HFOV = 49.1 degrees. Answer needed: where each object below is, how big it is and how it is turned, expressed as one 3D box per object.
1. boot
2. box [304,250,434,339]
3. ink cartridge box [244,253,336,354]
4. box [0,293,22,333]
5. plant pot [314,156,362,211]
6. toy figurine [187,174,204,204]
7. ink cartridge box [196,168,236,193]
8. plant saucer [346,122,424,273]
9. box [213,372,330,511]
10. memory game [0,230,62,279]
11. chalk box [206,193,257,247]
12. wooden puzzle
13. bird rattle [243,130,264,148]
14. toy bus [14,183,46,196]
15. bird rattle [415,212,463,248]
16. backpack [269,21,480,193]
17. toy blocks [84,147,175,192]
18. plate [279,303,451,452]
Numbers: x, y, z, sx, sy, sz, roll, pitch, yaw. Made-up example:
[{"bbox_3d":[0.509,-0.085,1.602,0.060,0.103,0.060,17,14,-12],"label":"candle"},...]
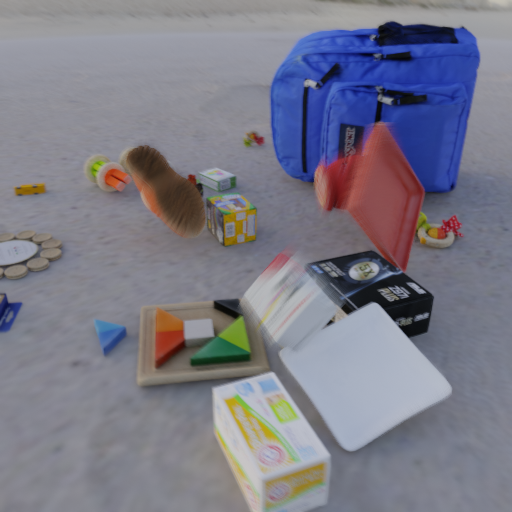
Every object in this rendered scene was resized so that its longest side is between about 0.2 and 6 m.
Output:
[{"bbox_3d":[-1.845,-1.141,12.022,0.932,1.332,2.484,-29,63,-18],"label":"boot"},{"bbox_3d":[1.809,0.700,9.397,1.444,0.759,1.763,-10,30,-20],"label":"box"},{"bbox_3d":[0.463,0.650,7.958,0.492,0.867,1.189,33,11,-36],"label":"ink cartridge box"},{"bbox_3d":[-4.855,0.979,9.440,1.548,0.251,0.938,-2,28,-6],"label":"box"},{"bbox_3d":[1.844,-1.503,12.015,1.026,1.126,1.126,-13,29,-3],"label":"plant pot"},{"bbox_3d":[-1.778,-1.567,13.904,0.893,0.621,0.879,-12,36,-25],"label":"toy figurine"},{"bbox_3d":[-1.141,-2.088,15.098,0.608,0.347,1.171,-22,35,-36],"label":"ink cartridge box"},{"bbox_3d":[2.451,-1.074,10.678,0.388,2.112,2.108,-5,52,40],"label":"plant saucer"},{"bbox_3d":[0.129,2.201,6.558,0.852,0.768,1.515,-11,30,-21],"label":"box"},{"bbox_3d":[-5.013,-0.020,11.435,2.082,0.133,2.082,0,29,0],"label":"memory game"},{"bbox_3d":[-0.603,-0.869,12.317,0.799,0.803,1.291,-12,32,-21],"label":"chalk box"},{"bbox_3d":[-0.844,1.226,8.822,3.320,0.388,2.240,-8,29,-13],"label":"wooden puzzle"},{"bbox_3d":[-0.087,-3.798,18.151,0.711,0.580,0.401,-11,46,-1],"label":"bird rattle"},{"bbox_3d":[-5.874,-1.736,14.546,0.741,0.241,0.290,-7,29,-12],"label":"toy bus"},{"bbox_3d":[3.889,-0.467,12.058,1.155,0.651,0.942,15,41,1],"label":"bird rattle"},{"bbox_3d":[2.786,-3.743,14.295,4.997,4.061,4.193,8,32,13],"label":"backpack"},{"bbox_3d":[-3.143,-2.105,14.629,1.881,0.819,2.257,-22,35,-36],"label":"toy blocks"},{"bbox_3d":[1.447,1.620,7.652,1.709,0.277,1.713,-24,50,-17],"label":"plate"}]
